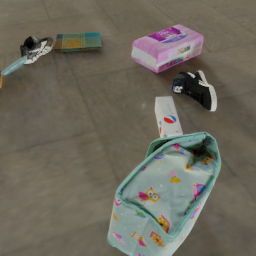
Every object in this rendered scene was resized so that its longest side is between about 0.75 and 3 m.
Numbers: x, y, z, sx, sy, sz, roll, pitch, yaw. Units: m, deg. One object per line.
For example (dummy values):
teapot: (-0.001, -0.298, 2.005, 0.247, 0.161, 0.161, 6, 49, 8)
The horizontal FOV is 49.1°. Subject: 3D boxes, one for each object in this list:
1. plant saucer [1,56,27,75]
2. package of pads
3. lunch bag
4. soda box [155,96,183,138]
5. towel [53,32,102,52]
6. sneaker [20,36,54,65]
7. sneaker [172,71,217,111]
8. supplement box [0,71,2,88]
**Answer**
plant saucer: (-3.918, -2.147, 9.720, 1.064, 0.146, 1.064, -31, 18, 12)
package of pads: (1.454, -2.976, 10.386, 2.403, 0.909, 1.448, -29, 51, -26)
lunch bag: (0.734, 1.243, 5.283, 1.376, 1.922, 2.256, 32, 52, 19)
soda box: (1.098, -0.204, 7.795, 0.497, 0.531, 1.560, -3, 44, -3)
towel: (-2.030, -3.535, 11.501, 1.897, 0.206, 1.391, -4, 44, -2)
sneaker: (-3.454, -3.167, 10.651, 0.604, 0.823, 1.819, 18, 47, 17)
sneaker: (1.946, -1.100, 8.676, 1.108, 0.724, 1.981, -5, 36, -1)
supplement box: (-4.955, -1.940, 9.038, 1.312, 1.294, 0.871, -12, 45, -12)
